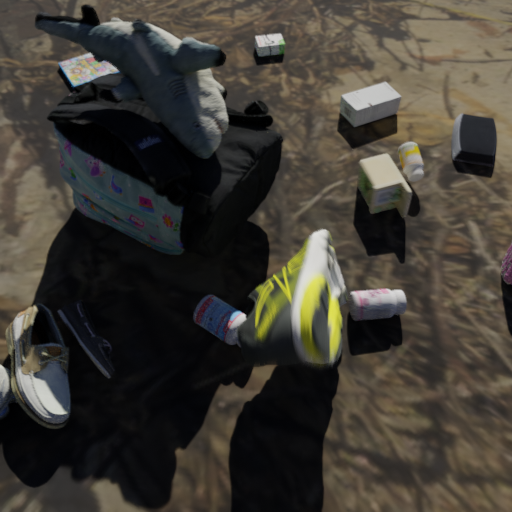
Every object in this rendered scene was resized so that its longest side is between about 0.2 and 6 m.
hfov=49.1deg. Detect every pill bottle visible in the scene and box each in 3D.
[{"bbox_3d":[-0.502,1.140,9.499,1.051,0.572,0.572,29,58,21],"label":"pill bottle"},{"bbox_3d":[2.112,0.842,9.766,0.890,0.505,0.505,-4,53,-6],"label":"pill bottle"},{"bbox_3d":[3.241,-1.948,11.664,0.419,0.419,0.744,-7,65,-5],"label":"pill bottle"}]

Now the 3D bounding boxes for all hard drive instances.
[{"bbox_3d":[4.912,-2.635,12.554,0.975,0.306,1.445,12,54,9],"label":"hard drive"}]

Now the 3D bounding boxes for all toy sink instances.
[{"bbox_3d":[2.532,-1.338,11.262,0.654,0.760,1.167,-15,55,-7],"label":"toy sink"}]

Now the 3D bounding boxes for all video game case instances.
[{"bbox_3d":[-4.088,-4.840,14.347,1.628,0.145,1.165,-25,56,-18],"label":"video game case"}]

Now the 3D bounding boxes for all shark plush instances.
[{"bbox_3d":[-1.933,-2.991,8.858,3.522,1.600,1.467,31,83,-11],"label":"shark plush"}]

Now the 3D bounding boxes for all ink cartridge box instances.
[{"bbox_3d":[0.358,-5.573,14.809,0.709,0.298,0.516,-9,53,-7],"label":"ink cartridge box"}]

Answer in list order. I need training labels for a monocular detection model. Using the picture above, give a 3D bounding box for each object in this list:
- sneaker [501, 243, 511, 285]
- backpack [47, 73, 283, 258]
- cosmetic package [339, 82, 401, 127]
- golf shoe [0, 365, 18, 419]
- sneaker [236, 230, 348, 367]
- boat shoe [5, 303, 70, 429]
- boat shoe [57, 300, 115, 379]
[{"bbox_3d":[5.368,-0.250,10.400,1.034,0.940,2.338,32,57,13],"label":"sneaker"},{"bbox_3d":[-1.884,-1.714,10.442,3.976,2.517,3.318,23,43,14],"label":"backpack"},{"bbox_3d":[2.671,-3.555,13.133,1.246,0.505,0.703,-23,54,-16],"label":"cosmetic package"},{"bbox_3d":[-4.324,2.518,8.167,0.836,1.038,2.134,12,55,7],"label":"golf shoe"},{"bbox_3d":[0.570,0.566,8.863,1.462,1.287,3.456,-14,16,16],"label":"sneaker"},{"bbox_3d":[-3.381,1.669,8.830,0.729,0.796,2.131,-48,57,19],"label":"boat shoe"},{"bbox_3d":[-2.754,1.328,9.375,0.473,0.555,1.659,-36,57,-19],"label":"boat shoe"}]
